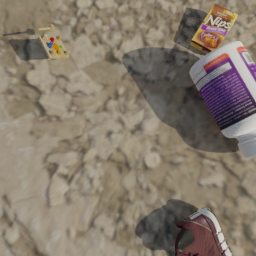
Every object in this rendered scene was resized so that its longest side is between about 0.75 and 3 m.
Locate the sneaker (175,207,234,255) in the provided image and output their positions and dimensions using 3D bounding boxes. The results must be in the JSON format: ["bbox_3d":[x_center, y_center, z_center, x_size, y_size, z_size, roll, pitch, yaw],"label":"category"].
[{"bbox_3d":[1.822,3.183,6.673,1.311,0.859,2.271,-20,68,-7],"label":"sneaker"}]

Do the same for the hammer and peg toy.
[{"bbox_3d":[-2.160,-2.402,7.887,0.362,0.756,1.027,-33,83,38],"label":"hammer and peg toy"}]

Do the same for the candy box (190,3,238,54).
[{"bbox_3d":[2.556,-2.928,8.360,0.797,0.386,1.367,31,84,7],"label":"candy box"}]

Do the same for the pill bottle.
[{"bbox_3d":[2.875,-0.684,7.244,1.520,1.520,2.728,-25,81,-6],"label":"pill bottle"}]
